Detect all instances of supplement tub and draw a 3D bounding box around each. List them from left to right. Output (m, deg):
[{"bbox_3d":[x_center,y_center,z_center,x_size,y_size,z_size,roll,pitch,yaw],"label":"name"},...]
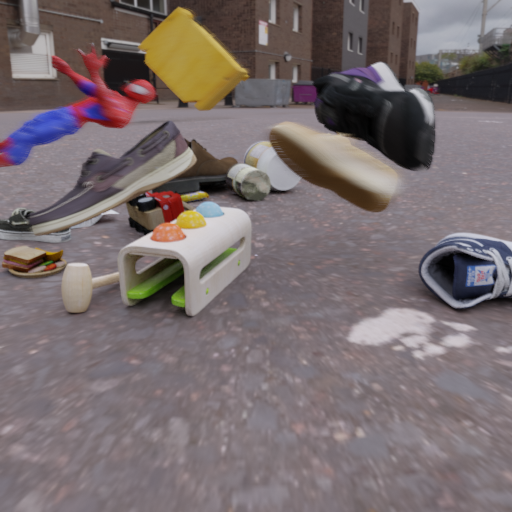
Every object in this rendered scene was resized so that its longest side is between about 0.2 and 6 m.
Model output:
[{"bbox_3d":[0.456,-2.428,15.184,1.215,1.215,1.683,-7,19,-19],"label":"supplement tub"}]

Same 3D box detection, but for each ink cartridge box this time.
[{"bbox_3d":[-3.621,-0.837,12.016,1.093,0.258,0.875,-8,19,-38],"label":"ink cartridge box"}]

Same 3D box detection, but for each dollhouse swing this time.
[{"bbox_3d":[-0.840,-2.723,8.081,1.106,1.217,1.070,-44,0,0],"label":"dollhouse swing"}]

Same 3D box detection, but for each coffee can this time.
[{"bbox_3d":[-0.213,-1.873,14.184,0.801,0.801,1.094,-8,20,-22],"label":"coffee can"}]

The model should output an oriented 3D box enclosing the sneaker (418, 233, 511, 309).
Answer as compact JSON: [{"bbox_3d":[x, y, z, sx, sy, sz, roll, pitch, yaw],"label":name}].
[{"bbox_3d":[3.579,0.219,7.562,2.729,0.956,1.481,5,13,36],"label":"sneaker"}]

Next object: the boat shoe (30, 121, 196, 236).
[{"bbox_3d":[-1.225,-0.663,4.679,1.499,0.486,0.539,-30,18,-19],"label":"boat shoe"}]

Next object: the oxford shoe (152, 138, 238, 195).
[{"bbox_3d":[-1.481,-2.439,14.672,1.234,1.433,3.396,-9,7,31],"label":"oxford shoe"}]

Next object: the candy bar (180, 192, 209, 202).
[{"bbox_3d":[-1.943,-1.345,13.518,1.818,0.202,0.453,-15,17,-38],"label":"candy bar"}]

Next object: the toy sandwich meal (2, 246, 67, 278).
[{"bbox_3d":[-3.564,0.071,9.058,0.977,0.335,0.977,0,18,0],"label":"toy sandwich meal"}]

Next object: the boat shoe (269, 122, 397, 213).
[{"bbox_3d":[0.975,-1.192,6.970,1.699,0.626,0.588,34,62,5],"label":"boat shoe"}]

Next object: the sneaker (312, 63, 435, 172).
[{"bbox_3d":[1.727,-2.159,8.986,1.439,1.245,3.287,-7,31,-4],"label":"sneaker"}]

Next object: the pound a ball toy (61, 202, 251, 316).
[{"bbox_3d":[-1.343,-0.075,8.206,1.776,1.157,2.723,7,19,19],"label":"pound a ball toy"}]

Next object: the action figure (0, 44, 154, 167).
[{"bbox_3d":[-2.731,-2.063,7.414,2.677,1.325,0.874,-18,41,-4],"label":"action figure"}]

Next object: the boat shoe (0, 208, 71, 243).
[{"bbox_3d":[-4.407,-0.634,10.809,1.790,0.570,0.633,4,19,12],"label":"boat shoe"}]

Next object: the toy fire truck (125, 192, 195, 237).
[{"bbox_3d":[-1.737,-0.932,11.433,1.579,1.016,1.390,-21,25,-25],"label":"toy fire truck"}]
